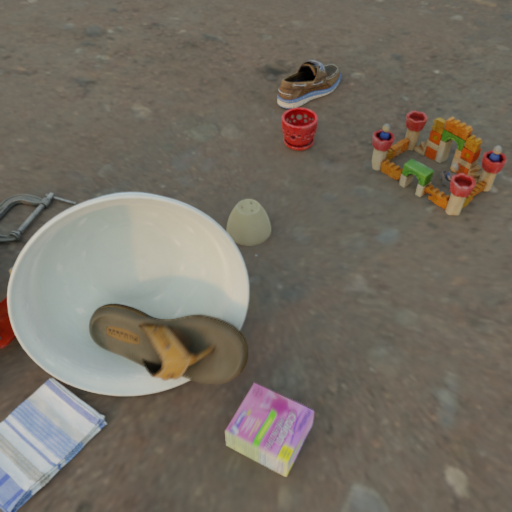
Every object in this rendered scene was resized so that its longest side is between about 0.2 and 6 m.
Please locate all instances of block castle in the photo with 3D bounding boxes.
[{"bbox_3d":[3.814,-2.112,11.830,1.636,1.149,2.448,-32,54,-27],"label":"block castle"}]

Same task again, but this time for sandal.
[{"bbox_3d":[-1.390,1.313,8.110,2.623,1.072,0.716,12,23,17],"label":"sandal"}]

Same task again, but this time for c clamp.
[{"bbox_3d":[-4.683,-0.794,11.228,1.418,0.225,1.660,18,49,16],"label":"c clamp"}]

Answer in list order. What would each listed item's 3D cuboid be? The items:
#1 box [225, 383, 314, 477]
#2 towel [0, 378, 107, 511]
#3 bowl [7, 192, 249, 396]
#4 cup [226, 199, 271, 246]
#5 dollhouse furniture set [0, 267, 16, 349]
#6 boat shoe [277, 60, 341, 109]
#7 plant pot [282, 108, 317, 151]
[{"bbox_3d":[0.193,2.464,7.999,0.990,0.479,0.871,22,51,19],"label":"box"},{"bbox_3d":[-3.191,2.648,8.018,1.277,0.207,1.739,28,53,25],"label":"towel"},{"bbox_3d":[-1.829,0.367,8.363,3.289,3.289,1.478,-9,29,-8],"label":"bowl"},{"bbox_3d":[-0.150,-0.728,10.886,0.885,0.633,0.885,-1,46,1],"label":"cup"},{"bbox_3d":[-4.229,1.256,8.944,2.265,1.167,2.240,14,37,13],"label":"dollhouse furniture set"},{"bbox_3d":[1.438,-4.520,14.325,0.792,0.794,2.193,33,55,27],"label":"boat shoe"},{"bbox_3d":[0.977,-2.871,12.824,0.805,0.733,0.805,0,46,0],"label":"plant pot"}]
